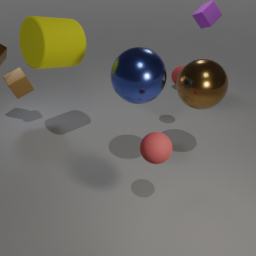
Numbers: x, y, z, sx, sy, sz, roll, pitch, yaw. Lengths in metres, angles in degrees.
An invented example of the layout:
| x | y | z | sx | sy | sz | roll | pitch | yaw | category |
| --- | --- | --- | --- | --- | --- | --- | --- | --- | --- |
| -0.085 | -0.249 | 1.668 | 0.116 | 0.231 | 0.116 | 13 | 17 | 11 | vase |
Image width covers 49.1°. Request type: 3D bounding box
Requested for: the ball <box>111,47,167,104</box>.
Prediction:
| x | y | z | sx | sy | sz | roll | pitch | yaw | category |
| --- | --- | --- | --- | --- | --- | --- | --- | --- | --- |
| 0.265 | -1.301 | 7.022 | 1.400 | 1.400 | 1.400 | 0 | 30 | 0 | ball |

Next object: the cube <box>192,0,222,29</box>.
| x | y | z | sx | sy | sz | roll | pitch | yaw | category |
| --- | --- | --- | --- | --- | --- | --- | --- | --- | --- |
| 3.160 | -4.518 | 11.203 | 0.700 | 0.700 | 0.700 | -46 | 22 | -6 | cube |

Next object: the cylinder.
| x | y | z | sx | sy | sz | roll | pitch | yaw | category |
| --- | --- | --- | --- | --- | --- | --- | --- | --- | --- |
| -2.190 | -2.481 | 8.186 | 1.400 | 1.400 | 1.400 | 25 | 29 | 36 | cylinder |

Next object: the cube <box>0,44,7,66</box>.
| x | y | z | sx | sy | sz | roll | pitch | yaw | category |
| --- | --- | --- | --- | --- | --- | --- | --- | --- | --- |
| -4.591 | -2.482 | 9.440 | 0.700 | 0.700 | 0.700 | 30 | 64 | -14 | cube |

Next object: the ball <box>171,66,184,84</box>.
| x | y | z | sx | sy | sz | roll | pitch | yaw | category |
| --- | --- | --- | --- | --- | --- | --- | --- | --- | --- |
| 1.848 | -1.791 | 9.648 | 0.700 | 0.700 | 0.700 | 0 | 30 | 0 | ball |

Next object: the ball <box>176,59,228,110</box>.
| x | y | z | sx | sy | sz | roll | pitch | yaw | category |
| --- | --- | --- | --- | --- | --- | --- | --- | --- | --- |
| 2.063 | -1.216 | 7.828 | 1.400 | 1.400 | 1.400 | 0 | 30 | 0 | ball |

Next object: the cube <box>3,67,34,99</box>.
| x | y | z | sx | sy | sz | roll | pitch | yaw | category |
| --- | --- | --- | --- | --- | --- | --- | --- | --- | --- |
| -4.012 | -1.649 | 10.293 | 0.700 | 0.700 | 0.700 | -33 | 52 | -12 | cube |

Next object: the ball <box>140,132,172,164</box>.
| x | y | z | sx | sy | sz | roll | pitch | yaw | category |
| --- | --- | --- | --- | --- | --- | --- | --- | --- | --- |
| 0.611 | 0.437 | 6.115 | 0.700 | 0.700 | 0.700 | 0 | 30 | 0 | ball |
